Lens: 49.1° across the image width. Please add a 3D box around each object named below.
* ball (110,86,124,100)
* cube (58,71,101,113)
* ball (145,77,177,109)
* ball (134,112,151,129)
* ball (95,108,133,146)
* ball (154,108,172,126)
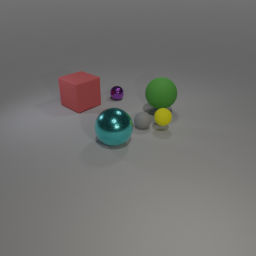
[{"bbox_3d":[-0.549,-1.761,14.016,0.700,0.700,0.700,0,29,0],"label":"ball"},{"bbox_3d":[-2.260,-1.733,13.223,1.400,1.400,1.400,25,37,37],"label":"cube"},{"bbox_3d":[1.455,-1.521,12.292,1.400,1.400,1.400,0,29,0],"label":"ball"},{"bbox_3d":[0.595,-0.316,11.406,0.700,0.700,0.700,0,29,0],"label":"ball"},{"bbox_3d":[-0.512,-0.042,10.191,1.400,1.400,1.400,0,29,0],"label":"ball"},{"bbox_3d":[1.392,-0.436,11.131,0.700,0.700,0.700,0,29,0],"label":"ball"}]
